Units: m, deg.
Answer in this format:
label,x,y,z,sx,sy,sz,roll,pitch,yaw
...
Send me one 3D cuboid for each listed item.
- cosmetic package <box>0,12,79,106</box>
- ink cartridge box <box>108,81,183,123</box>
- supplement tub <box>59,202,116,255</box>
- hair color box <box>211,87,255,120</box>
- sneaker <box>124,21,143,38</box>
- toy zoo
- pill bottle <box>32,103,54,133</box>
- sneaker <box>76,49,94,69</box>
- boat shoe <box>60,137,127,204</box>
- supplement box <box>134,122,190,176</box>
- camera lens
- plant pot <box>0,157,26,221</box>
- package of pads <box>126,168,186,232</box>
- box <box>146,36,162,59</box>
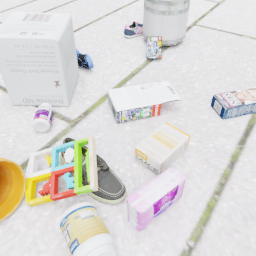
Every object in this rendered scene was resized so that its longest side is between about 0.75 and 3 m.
label,x,y,z,sx,sy,sz,roll,pitch,yaw
cosmetic package,-3.476,-2.742,11.223,2.453,2.931,2.438,1,43,1
ink cartridge box,0.632,-1.073,11.113,2.650,0.667,1.444,-11,44,-13
supplement tub,-0.985,2.640,6.800,1.015,1.015,1.403,-21,47,-21
hair color box,4.418,-1.008,11.082,1.958,0.592,0.979,-12,44,-12
sneaker,0.617,-5.814,16.152,1.960,0.804,0.687,-30,50,-28
toy zoo,-2.084,1.284,8.119,2.502,0.256,1.641,-17,56,13
pill bottle,-3.129,-0.413,10.399,0.642,0.642,1.142,-1,42,-2
sneaker,-2.470,-3.271,13.517,0.808,0.727,2.073,-31,44,-25
boat shoe,-1.154,1.211,8.437,2.718,0.893,0.971,34,52,31
supplement box,1.137,0.651,9.249,1.062,0.619,1.685,33,52,30
camera lens,1.986,-6.016,14.766,2.369,2.962,2.369,0,43,0
plant pot,-3.998,1.541,7.675,1.563,1.708,1.708,10,41,33
package of pads,0.745,1.904,7.582,1.717,1.035,0.650,-29,51,-27
box,1.307,-4.008,13.990,0.765,0.223,1.117,0,87,-1
